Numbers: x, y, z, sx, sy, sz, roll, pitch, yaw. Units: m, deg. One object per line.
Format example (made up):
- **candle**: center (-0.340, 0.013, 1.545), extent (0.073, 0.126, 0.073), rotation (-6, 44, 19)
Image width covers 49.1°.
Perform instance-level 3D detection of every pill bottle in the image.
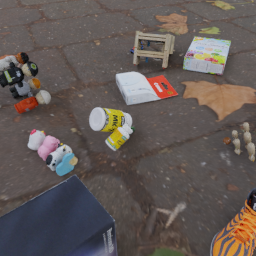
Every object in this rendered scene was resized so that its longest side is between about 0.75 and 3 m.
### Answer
- **pill bottle**: center (-0.607, -0.272, 10.334), extent (1.470, 0.840, 0.840), rotation (4, 29, -44)
- **pill bottle**: center (-0.295, 0.311, 9.903), extent (0.943, 0.532, 0.532), rotation (-44, 47, 5)

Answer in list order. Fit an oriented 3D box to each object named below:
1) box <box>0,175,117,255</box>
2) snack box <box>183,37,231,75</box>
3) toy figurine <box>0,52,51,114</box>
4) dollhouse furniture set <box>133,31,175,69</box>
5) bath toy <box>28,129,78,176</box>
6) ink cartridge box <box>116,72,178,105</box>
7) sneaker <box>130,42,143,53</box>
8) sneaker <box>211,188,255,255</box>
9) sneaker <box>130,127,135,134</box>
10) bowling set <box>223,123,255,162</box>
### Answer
- **box**: center (-1.678, 2.891, 5.950), extent (2.642, 2.664, 1.641), rotation (-29, 47, -29)
- **snack box**: center (4.460, -4.123, 15.702), extent (2.117, 0.788, 2.976), rotation (14, 42, 16)
- **toy figurine**: center (-4.508, -2.023, 12.108), extent (1.581, 2.272, 2.237), rotation (-27, 41, -11)
- **dollhouse furniture set**: center (1.497, -4.332, 15.608), extent (1.758, 1.748, 2.494), rotation (10, 17, 13)
- **bath toy**: center (-2.766, 0.711, 9.976), extent (2.252, 0.832, 0.979), rotation (31, 49, 32)
- **ink cartridge box**: center (0.867, -2.067, 13.405), extent (2.512, 0.594, 2.011), rotation (-12, 41, -11)
- **sneaker**: center (0.500, -4.833, 16.804), extent (0.448, 0.467, 1.189), rotation (22, 45, 25)
- **sneaker**: center (3.094, 2.479, 7.334), extent (1.050, 1.516, 2.706), rotation (28, 48, 29)
- **sneaker**: center (-0.129, 0.053, 11.130), extent (0.855, 0.334, 0.364), rotation (-7, 40, -7)
- **bowling set**: center (4.091, 0.542, 10.390), extent (1.024, 0.790, 1.471), rotation (-7, 38, 21)
